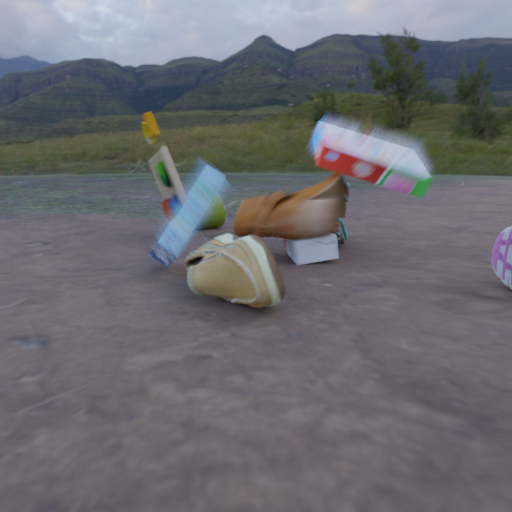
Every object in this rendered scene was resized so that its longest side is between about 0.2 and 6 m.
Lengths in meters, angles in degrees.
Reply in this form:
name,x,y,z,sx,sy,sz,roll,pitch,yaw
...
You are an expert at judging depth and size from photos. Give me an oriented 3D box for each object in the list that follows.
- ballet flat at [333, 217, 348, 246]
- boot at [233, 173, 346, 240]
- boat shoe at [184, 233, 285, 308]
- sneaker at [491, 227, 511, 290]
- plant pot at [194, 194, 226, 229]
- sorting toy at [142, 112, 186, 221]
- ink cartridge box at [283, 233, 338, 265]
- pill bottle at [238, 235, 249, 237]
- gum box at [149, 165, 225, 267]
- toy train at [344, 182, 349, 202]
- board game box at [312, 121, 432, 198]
name,x,y,z,sx,sy,sz,roll,pitch,yaw
ballet flat,1.737,-0.653,13.430,0.811,0.811,2.253,1,9,6
boot,0.786,-1.018,11.781,2.060,1.017,2.653,-3,29,19
boat shoe,-0.474,0.299,8.341,1.103,1.038,2.896,-18,8,-14
sneaker,4.895,0.217,8.460,1.165,1.060,2.635,1,13,-33
plant pot,-1.617,-1.168,15.672,1.139,1.066,1.066,-21,21,-31
sorting toy,-2.322,-1.998,13.836,0.379,2.828,2.107,-23,7,-17
ink cartridge box,1.095,-0.238,11.478,0.879,0.500,1.206,-9,15,-5
pill bottle,-0.320,-0.743,14.533,0.474,0.474,0.893,-1,12,-4
gum box,-1.232,-0.701,10.151,0.408,1.831,1.556,32,-1,-6
toy train,1.866,-1.558,14.182,1.027,0.585,0.438,-12,-25,26
board game box,2.420,-2.125,12.075,2.345,0.473,1.795,16,29,-6
